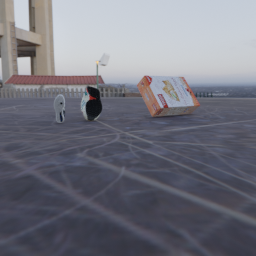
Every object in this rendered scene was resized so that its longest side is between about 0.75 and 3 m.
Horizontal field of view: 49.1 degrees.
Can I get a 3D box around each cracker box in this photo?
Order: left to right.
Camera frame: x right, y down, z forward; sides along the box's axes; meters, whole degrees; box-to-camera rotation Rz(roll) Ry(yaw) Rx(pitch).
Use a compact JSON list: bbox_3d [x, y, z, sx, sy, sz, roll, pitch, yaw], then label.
[{"bbox_3d":[1.682,-1.340,11.494,2.344,1.570,0.676,-7,-27,-37],"label":"cracker box"}]

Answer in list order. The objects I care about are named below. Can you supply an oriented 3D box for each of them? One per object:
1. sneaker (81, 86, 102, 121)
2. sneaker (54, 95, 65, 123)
[{"bbox_3d":[-1.329,-0.689,9.809,0.612,0.812,1.738,15,39,-20],"label":"sneaker"},{"bbox_3d":[-2.098,-0.638,8.624,0.321,0.878,0.491,3,20,-10],"label":"sneaker"}]
